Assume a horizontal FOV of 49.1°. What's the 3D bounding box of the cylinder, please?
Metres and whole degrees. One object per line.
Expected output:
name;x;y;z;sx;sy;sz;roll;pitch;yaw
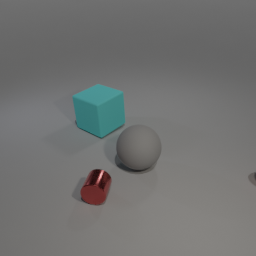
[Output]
cylinder;-0.857;1.597;7.627;0.700;0.700;0.700;5;30;9

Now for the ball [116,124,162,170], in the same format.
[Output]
ball;0.336;0.590;8.673;1.400;1.400;1.400;0;29;0

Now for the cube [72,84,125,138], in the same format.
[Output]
cube;-1.096;-0.703;10.857;1.400;1.400;1.400;22;40;35
